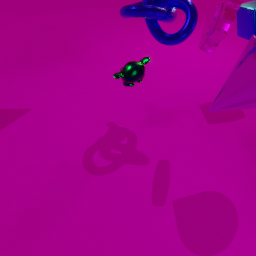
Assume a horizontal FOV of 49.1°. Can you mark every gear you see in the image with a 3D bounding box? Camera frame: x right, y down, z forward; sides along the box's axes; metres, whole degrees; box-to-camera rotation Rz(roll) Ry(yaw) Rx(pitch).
[{"bbox_3d":[1.961,-2.277,6.001,0.249,1.347,1.347,24,44,-3],"label":"gear"}]

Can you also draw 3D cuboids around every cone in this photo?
[{"bbox_3d":[2.288,-0.747,5.709,1.580,1.574,1.574,-35,35,30],"label":"cone"}]

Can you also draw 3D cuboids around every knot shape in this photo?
[{"bbox_3d":[0.858,-2.771,6.764,1.716,0.848,1.834,41,60,9],"label":"knot shape"}]

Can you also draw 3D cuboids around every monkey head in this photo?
[{"bbox_3d":[0.069,-1.649,8.011,1.193,0.719,0.858,-31,60,-11],"label":"monkey head"}]

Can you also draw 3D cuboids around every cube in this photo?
[{"bbox_3d":[3.969,-3.281,8.467,0.959,0.959,0.959,-18,31,-3],"label":"cube"}]
